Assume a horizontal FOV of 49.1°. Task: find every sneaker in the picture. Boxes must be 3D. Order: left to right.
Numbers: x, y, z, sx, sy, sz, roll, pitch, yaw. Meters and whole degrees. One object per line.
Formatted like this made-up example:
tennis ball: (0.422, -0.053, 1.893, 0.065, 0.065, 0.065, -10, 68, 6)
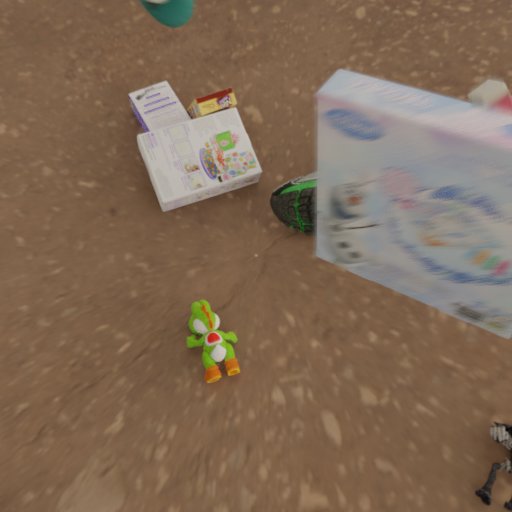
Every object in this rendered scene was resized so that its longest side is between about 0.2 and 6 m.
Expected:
sneaker: (-1.632, -4.371, 7.938, 0.922, 2.582, 1.032, -22, 42, 7)
sneaker: (1.480, -1.208, 9.509, 2.834, 1.106, 1.207, -16, 50, -21)

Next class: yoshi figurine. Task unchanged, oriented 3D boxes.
yoshi figurine: (-0.666, 1.230, 8.164, 0.650, 0.652, 1.161, -31, 70, 27)

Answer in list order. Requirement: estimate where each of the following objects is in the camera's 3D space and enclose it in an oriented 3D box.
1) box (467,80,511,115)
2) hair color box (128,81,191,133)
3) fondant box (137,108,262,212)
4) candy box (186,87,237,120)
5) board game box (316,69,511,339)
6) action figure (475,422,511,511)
box: (3.357, -2.062, 7.869, 0.375, 0.689, 0.441, -36, 22, 8)
hair color box: (-1.767, -2.606, 10.664, 0.811, 0.481, 1.483, -24, 62, -13)
fondant box: (-0.989, -1.689, 9.788, 1.826, 0.532, 1.317, -19, 79, -11)
candy box: (-0.857, -2.734, 10.356, 0.705, 1.208, 0.341, -22, 97, -14)
board game box: (1.680, -0.444, 5.445, 2.283, 2.272, 0.495, 24, 57, 24)
action figure: (3.324, 2.540, 7.118, 0.811, 0.696, 1.364, 21, 60, 26)
